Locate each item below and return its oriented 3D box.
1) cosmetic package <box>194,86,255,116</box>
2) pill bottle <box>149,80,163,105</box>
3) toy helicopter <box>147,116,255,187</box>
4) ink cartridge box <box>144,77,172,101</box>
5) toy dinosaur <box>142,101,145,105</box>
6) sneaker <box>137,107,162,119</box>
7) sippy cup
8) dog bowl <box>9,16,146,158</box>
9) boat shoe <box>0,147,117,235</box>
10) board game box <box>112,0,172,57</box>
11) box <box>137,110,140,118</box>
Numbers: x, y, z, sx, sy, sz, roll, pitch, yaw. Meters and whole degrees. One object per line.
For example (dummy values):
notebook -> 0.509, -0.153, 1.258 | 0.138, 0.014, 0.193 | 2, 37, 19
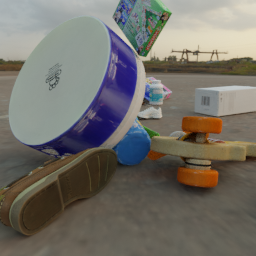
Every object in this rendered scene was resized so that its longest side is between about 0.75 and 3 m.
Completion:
cosmetic package -> 4.261, -1.214, 11.975 | 2.555, 1.084, 1.375 | -6, 13, -28
pill bottle -> 1.429, -1.788, 14.148 | 0.676, 1.220, 0.676 | 0, 12, 0
toy helicopter -> 1.692, 0.424, 5.829 | 2.888, 1.139, 1.910 | 4, 0, -33
ink cartridge box -> 1.364, -2.189, 15.809 | 1.595, 0.561, 2.673 | 40, 29, 14
toy dinosaur -> -0.025, -1.420, 13.701 | 1.269, 0.804, 1.872 | 16, 25, 31
sneaker -> 0.776, -0.576, 10.615 | 1.048, 0.456, 0.390 | -2, 3, -12
sippy cup -> -0.079, 0.223, 6.097 | 1.499, 1.177, 1.098 | -32, 33, -10
dog bowl -> -1.146, -0.806, 5.916 | 2.918, 2.918, 1.149 | 12, -13, 41
boat shoe -> -1.007, 0.744, 4.302 | 0.744, 0.787, 2.187 | 9, 16, 31
board game box -> 0.222, -2.303, 5.730 | 0.216, 0.998, 1.484 | 2, 47, -37
box -> -0.323, -1.002, 10.776 | 1.564, 1.238, 0.378 | -1, 14, -1
